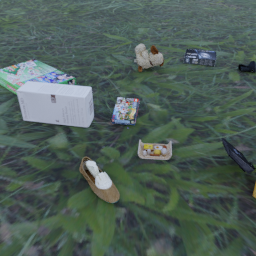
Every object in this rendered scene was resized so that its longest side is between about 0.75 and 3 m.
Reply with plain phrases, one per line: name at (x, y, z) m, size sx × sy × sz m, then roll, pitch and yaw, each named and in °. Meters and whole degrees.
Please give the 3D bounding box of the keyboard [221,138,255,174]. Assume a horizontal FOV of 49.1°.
keyboard at (2.601, 0.703, 6.600) m, size 0.940 × 0.201 × 1.565 m, roll 41°, pitch 16°, yaw 5°

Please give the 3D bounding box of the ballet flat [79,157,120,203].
ballet flat at (-0.690, 1.116, 6.419) m, size 0.483 × 0.516 × 1.426 m, roll -21°, pitch 40°, yaw -27°

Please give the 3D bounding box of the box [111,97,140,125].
box at (-0.062, -0.542, 8.800) m, size 0.727 × 0.200 × 1.064 m, roll 4°, pitch 45°, yaw 9°

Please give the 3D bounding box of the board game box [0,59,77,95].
board game box at (-3.640, -1.881, 10.798) m, size 2.862 × 0.417 × 1.926 m, roll 28°, pitch 44°, yaw 34°

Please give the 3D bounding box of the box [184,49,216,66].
box at (3.311, -3.246, 12.857) m, size 1.398 × 0.304 × 1.120 m, roll 9°, pitch 36°, yaw 13°

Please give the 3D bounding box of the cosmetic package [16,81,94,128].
cosmetic package at (-2.177, -0.732, 8.578) m, size 2.140 × 1.088 × 0.792 m, roll 5°, pitch 34°, yaw 8°

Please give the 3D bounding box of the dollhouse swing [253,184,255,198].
dollhouse swing at (3.690, 0.804, 5.716) m, size 1.607 × 1.828 × 1.661 m, roll 19°, pitch 39°, yaw 23°

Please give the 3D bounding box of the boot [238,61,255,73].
boot at (5.095, -2.666, 12.010) m, size 0.688 × 0.313 × 0.819 m, roll 10°, pitch 42°, yaw 7°

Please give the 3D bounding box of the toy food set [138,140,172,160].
toy food set at (0.720, 0.534, 7.469) m, size 0.875 × 0.264 × 0.628 m, roll 3°, pitch 35°, yaw 5°

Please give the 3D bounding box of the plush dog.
plush dog at (0.949, -2.883, 11.735) m, size 1.069 × 1.245 × 0.999 m, roll -7°, pitch 60°, yaw 30°
